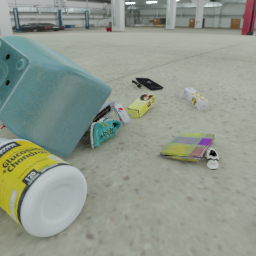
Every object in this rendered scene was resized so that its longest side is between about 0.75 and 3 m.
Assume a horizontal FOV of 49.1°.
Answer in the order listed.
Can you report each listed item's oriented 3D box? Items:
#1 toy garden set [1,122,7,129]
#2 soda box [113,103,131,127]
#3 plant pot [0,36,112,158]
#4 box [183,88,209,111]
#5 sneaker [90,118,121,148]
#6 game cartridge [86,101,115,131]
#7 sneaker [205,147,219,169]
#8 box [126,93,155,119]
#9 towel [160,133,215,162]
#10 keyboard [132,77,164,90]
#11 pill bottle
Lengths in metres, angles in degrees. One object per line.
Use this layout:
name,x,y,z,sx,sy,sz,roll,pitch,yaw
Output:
toy garden set,-3.739,-0.268,10.565,2.110,0.505,2.531,1,24,-3
soda box,-0.217,-0.471,9.964,0.276,0.258,0.810,-22,69,-24
plant pot,-2.506,-1.009,7.552,2.525,2.518,2.572,36,4,26
box,3.143,-1.380,13.094,0.466,0.436,2.251,-2,24,-6
sneaker,-0.772,0.089,9.362,0.742,0.722,1.863,4,24,16
game cartridge,-1.643,-0.414,10.479,1.621,0.505,2.434,-2,22,22
sneaker,2.493,0.786,8.203,0.391,0.424,1.060,1,22,9
box,0.573,-0.967,11.873,0.587,0.391,1.559,12,38,28
towel,1.898,0.563,8.772,1.294,0.205,1.801,2,21,31
keyboard,0.945,-2.531,15.995,1.481,0.240,2.330,-1,22,-19
pill bottle,-2.254,1.100,6.144,2.637,1.477,1.477,20,31,37
